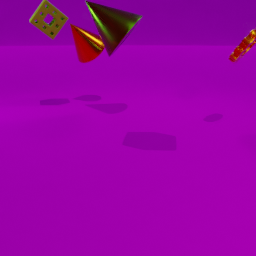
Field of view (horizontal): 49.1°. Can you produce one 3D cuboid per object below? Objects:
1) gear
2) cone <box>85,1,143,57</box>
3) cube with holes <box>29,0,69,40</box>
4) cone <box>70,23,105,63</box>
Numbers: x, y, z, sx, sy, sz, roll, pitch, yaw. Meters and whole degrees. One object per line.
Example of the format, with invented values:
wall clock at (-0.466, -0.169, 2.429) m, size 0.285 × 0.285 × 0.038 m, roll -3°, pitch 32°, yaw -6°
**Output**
gear at (3.038, -2.122, 7.158) m, size 0.196 × 1.058 × 1.058 m, roll 47°, pitch 34°, yaw 12°
cone at (-0.633, -3.131, 8.061) m, size 1.514 × 1.508 × 1.508 m, roll 40°, pitch 16°, yaw -10°
cube with holes at (-2.493, -3.411, 8.785) m, size 0.818 × 0.818 × 0.818 m, roll 34°, pitch 9°, yaw -30°
cone at (-1.627, -3.174, 9.796) m, size 1.262 × 1.262 × 1.266 m, roll 16°, pitch -20°, yaw 40°
